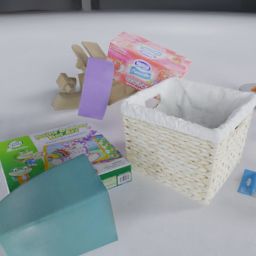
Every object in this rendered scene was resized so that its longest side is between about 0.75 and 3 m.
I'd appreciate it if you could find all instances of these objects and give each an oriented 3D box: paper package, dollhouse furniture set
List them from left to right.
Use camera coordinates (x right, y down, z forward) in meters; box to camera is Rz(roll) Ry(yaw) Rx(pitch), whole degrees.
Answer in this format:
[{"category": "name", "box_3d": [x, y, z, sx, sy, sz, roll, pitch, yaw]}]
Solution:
[{"category": "dollhouse furniture set", "box_3d": [-1.916, -1.952, 10.426, 1.877, 1.974, 1.608, -11, 61, -47]}, {"category": "paper package", "box_3d": [-0.849, -1.931, 12.164, 1.905, 1.034, 1.999, 20, 35, 32]}]

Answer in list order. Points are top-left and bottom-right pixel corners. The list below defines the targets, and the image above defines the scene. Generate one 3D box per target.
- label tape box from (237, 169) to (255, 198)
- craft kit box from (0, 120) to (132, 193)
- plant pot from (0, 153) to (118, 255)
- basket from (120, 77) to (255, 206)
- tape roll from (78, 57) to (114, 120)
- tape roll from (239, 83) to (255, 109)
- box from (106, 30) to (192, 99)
[{"category": "label tape box", "box_3d": [3.565, 1.318, 6.737, 1.538, 0.487, 1.109, 15, 32, 26]}, {"category": "craft kit box", "box_3d": [-1.788, 0.887, 7.394, 2.831, 0.687, 2.796, -16, 29, -26]}, {"category": "plant pot", "box_3d": [-1.391, 1.658, 5.346, 1.915, 1.354, 1.353, -20, 33, -18]}, {"category": "basket", "box_3d": [1.516, 0.124, 7.251, 2.601, 2.091, 2.577, 21, 35, 32]}, {"category": "tape roll", "box_3d": [-1.007, -1.199, 8.591, 0.774, 1.821, 1.821, 12, 27, -12]}, {"category": "tape roll", "box_3d": [5.423, -1.319, 11.534, 1.677, 0.554, 1.677, 1, 29, 0]}, {"category": "box", "box_3d": [0.633, -2.065, 9.439, 2.564, 1.316, 1.214, 28, 43, 9]}]
